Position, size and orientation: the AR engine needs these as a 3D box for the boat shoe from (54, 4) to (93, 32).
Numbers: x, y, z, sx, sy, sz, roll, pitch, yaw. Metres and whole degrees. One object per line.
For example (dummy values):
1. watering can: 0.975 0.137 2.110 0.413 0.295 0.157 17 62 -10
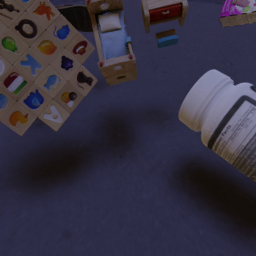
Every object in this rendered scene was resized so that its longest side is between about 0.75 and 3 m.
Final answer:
1. boat shoe: -1.698 -3.544 8.799 2.215 0.797 0.753 7 37 5

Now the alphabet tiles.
1. alphabet tiles: -2.062 -1.381 5.423 2.440 2.933 0.093 -55 25 -15

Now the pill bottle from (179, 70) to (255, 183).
1. pill bottle: 2.438 0.092 5.454 2.688 1.531 1.531 39 57 24

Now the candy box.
1. candy box: 3.229 -3.260 7.461 1.361 0.415 0.928 8 70 42

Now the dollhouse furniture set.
1. dollhouse furniture set: 0.368 -2.152 6.464 2.234 1.565 1.574 -13 84 3
